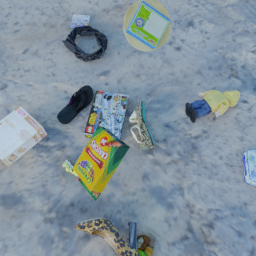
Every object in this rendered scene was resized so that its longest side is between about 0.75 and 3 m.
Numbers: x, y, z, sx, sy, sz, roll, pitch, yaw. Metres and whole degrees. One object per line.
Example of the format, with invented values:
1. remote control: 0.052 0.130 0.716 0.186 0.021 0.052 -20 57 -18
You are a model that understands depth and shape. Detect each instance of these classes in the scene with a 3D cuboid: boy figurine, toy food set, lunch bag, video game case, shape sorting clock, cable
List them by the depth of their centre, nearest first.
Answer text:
1. toy food set: 0.575 4.005 9.574 0.782 0.227 1.133 35 67 17
2. shape sorting clock: 0.728 -3.835 10.524 1.854 0.364 1.854 -4 104 -16
3. lunch bag: 4.989 1.518 10.724 1.124 0.577 1.399 5 62 1
4. boy figurine: 3.658 -1.088 12.027 2.418 0.779 1.504 -21 49 -14
5. cable: -1.958 -4.182 13.898 2.338 0.594 1.907 38 63 21
6. video game case: -2.509 -5.624 14.811 0.896 0.204 0.812 5 62 3

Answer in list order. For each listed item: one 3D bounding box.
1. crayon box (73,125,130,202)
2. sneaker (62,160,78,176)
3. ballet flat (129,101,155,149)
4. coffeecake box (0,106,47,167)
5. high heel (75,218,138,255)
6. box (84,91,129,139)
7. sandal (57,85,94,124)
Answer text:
1. crayon box: -0.926 1.067 8.538 1.252 0.501 1.973 36 98 44
2. sneaker: -2.199 1.614 10.855 0.332 0.327 0.868 -44 59 -13
3. ballet flat: 0.482 -0.120 11.580 0.821 0.740 2.181 -14 65 4
4. coffeecake box: -4.572 0.303 11.298 1.511 0.719 1.968 39 68 19
5. high heel: -0.740 3.847 9.265 2.182 0.779 1.555 4 53 -3
6. box: -0.871 -0.520 11.907 1.492 0.435 2.179 10 62 5
7. sandal: -2.229 -1.091 12.170 0.818 0.521 2.177 28 65 14
